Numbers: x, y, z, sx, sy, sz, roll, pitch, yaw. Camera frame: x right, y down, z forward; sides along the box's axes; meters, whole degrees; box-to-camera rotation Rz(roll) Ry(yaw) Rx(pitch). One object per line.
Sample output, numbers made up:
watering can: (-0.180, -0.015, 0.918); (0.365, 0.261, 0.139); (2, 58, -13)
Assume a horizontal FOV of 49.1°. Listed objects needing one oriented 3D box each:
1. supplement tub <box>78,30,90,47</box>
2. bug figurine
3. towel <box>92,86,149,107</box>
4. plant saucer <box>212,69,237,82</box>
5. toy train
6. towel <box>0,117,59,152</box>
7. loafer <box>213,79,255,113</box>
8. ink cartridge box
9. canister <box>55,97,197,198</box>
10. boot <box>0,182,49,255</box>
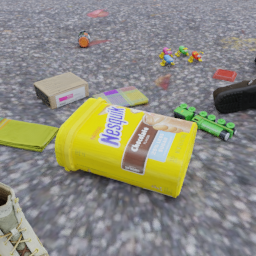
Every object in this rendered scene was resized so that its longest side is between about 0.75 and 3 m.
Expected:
supplement tub: (-2.091, -4.229, 13.316); (0.577, 0.577, 0.942); (-3, 36, -4)
bug figurine: (2.139, -3.074, 11.770); (1.857, 0.478, 1.440); (-11, 37, -14)
towel: (-0.221, -0.931, 9.019); (1.600, 0.182, 1.149); (-16, 39, -20)
plant saucer: (3.664, -2.017, 10.575); (0.783, 0.144, 0.784); (17, 38, 22)
toy train: (2.087, -0.177, 7.810); (1.845, 0.385, 0.520); (29, 54, 34)
towel: (-3.175, 0.072, 7.572); (2.418, 0.218, 1.041); (10, 37, 13)
loafer: (3.866, -1.163, 8.634); (2.699, 0.985, 0.963); (-6, 36, -7)
ink cartridge box: (-2.170, -1.258, 9.165); (1.401, 0.526, 1.154); (-25, 43, -31)
canister: (0.048, 0.354, 6.385); (2.698, 1.168, 2.004); (13, 38, 16)
boot: (-1.708, 1.682, 4.281); (1.800, 1.392, 0.649); (30, 45, 35)
